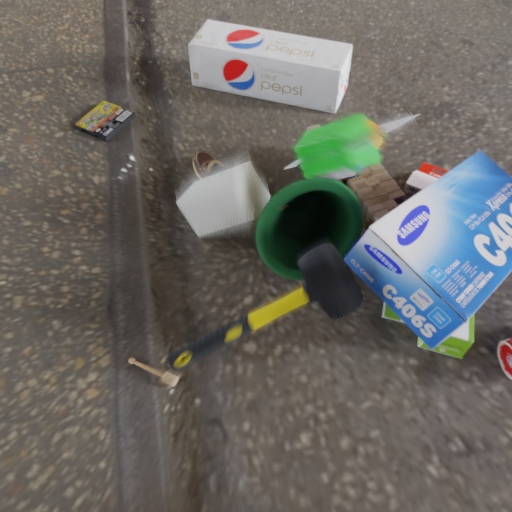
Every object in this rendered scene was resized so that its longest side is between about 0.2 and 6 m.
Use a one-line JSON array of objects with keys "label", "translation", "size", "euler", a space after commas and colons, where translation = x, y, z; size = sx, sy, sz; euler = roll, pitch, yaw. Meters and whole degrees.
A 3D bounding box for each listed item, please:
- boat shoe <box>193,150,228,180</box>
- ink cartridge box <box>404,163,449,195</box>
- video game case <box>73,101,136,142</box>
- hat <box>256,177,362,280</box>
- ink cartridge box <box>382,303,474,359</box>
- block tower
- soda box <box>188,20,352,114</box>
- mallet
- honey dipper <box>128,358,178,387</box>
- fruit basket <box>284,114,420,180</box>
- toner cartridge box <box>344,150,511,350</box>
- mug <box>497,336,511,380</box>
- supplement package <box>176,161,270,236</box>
[{"label": "boat shoe", "translation": [-0.807, -1.717, 11.446], "size": [0.619, 0.618, 1.717], "euler": [-20, 53, -16]}, {"label": "ink cartridge box", "translation": [3.680, -1.568, 11.568], "size": [0.890, 0.312, 1.095], "euler": [25, 59, 20]}, {"label": "video game case", "translation": [-3.497, -3.126, 12.950], "size": [0.983, 0.139, 1.088], "euler": [23, 55, 18]}, {"label": "hat", "translation": [0.839, -0.842, 10.520], "size": [2.230, 1.847, 1.963], "euler": [-23, 26, -5]}, {"label": "ink cartridge box", "translation": [2.765, 0.935, 9.174], "size": [1.438, 0.545, 1.063], "euler": [15, 49, 7]}, {"label": "block tower", "translation": [2.023, -1.414, 11.044], "size": [0.911, 0.851, 3.150], "euler": [-18, 53, -16]}, {"label": "soda box", "translation": [0.321, -4.588, 13.493], "size": [3.723, 1.185, 1.268], "euler": [14, 51, 12]}, {"label": "mallet", "translation": [-0.034, 0.796, 8.272], "size": [3.109, 1.024, 0.640], "euler": [-22, 13, 11]}, {"label": "honey dipper", "translation": [-1.638, 1.799, 8.789], "size": [0.885, 0.168, 0.168], "euler": [21, 53, 19]}, {"label": "fruit basket", "translation": [1.718, -1.978, 9.936], "size": [1.836, 0.929, 1.983], "euler": [-8, 14, 44]}, {"label": "toner cartridge box", "translation": [3.341, -0.308, 9.225], "size": [1.887, 0.857, 3.972], "euler": [46, 48, 14]}, {"label": "mug", "translation": [4.445, 1.512, 8.803], "size": [1.175, 1.043, 0.784], "euler": [-13, 87, -5]}, {"label": "supplement package", "translation": [-0.603, -1.033, 10.271], "size": [1.393, 0.814, 0.817], "euler": [-13, 30, 35]}]
